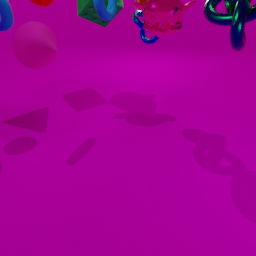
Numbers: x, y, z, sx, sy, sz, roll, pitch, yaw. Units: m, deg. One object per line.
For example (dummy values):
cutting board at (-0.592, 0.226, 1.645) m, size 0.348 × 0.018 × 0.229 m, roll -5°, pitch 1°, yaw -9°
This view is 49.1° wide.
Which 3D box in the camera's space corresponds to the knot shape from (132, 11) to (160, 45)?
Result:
knot shape at (0.712, -3.721, 9.882) m, size 1.229 × 1.313 × 0.607 m, roll 28°, pitch 0°, yaw -6°

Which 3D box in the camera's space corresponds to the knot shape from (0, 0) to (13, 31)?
knot shape at (-3.281, -2.903, 6.124) m, size 1.858 × 0.858 × 1.739 m, roll -24°, pitch -13°, yaw 39°

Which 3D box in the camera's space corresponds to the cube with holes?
cube with holes at (-1.002, -4.501, 9.786) m, size 1.146 × 1.146 × 1.146 m, roll 10°, pitch 64°, yaw -36°

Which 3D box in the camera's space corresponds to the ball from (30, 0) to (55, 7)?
ball at (-2.209, -3.514, 7.143) m, size 0.801 × 0.801 × 0.801 m, roll 0°, pitch 30°, yaw 0°

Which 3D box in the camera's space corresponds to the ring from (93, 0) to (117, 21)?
ring at (-0.557, -3.310, 6.946) m, size 0.242 × 1.212 × 1.212 m, roll 4°, pitch 30°, yaw 18°

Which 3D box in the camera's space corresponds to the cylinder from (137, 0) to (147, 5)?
cylinder at (0.783, -4.944, 9.550) m, size 1.243 × 1.243 × 1.243 m, roll -12°, pitch 76°, yaw -19°

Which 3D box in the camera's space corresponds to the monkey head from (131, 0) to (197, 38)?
monkey head at (1.094, -3.489, 8.774) m, size 1.971 × 1.187 × 1.418 m, roll 2°, pitch 6°, yaw 5°

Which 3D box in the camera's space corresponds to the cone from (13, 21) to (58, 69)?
cone at (-2.436, -2.368, 8.311) m, size 1.451 × 1.451 × 1.457 m, roll -23°, pitch 32°, yaw -34°

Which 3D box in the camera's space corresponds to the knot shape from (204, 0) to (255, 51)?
knot shape at (2.729, -3.176, 7.145) m, size 0.964 × 2.086 × 1.952 m, roll -4°, pitch 37°, yaw -16°
